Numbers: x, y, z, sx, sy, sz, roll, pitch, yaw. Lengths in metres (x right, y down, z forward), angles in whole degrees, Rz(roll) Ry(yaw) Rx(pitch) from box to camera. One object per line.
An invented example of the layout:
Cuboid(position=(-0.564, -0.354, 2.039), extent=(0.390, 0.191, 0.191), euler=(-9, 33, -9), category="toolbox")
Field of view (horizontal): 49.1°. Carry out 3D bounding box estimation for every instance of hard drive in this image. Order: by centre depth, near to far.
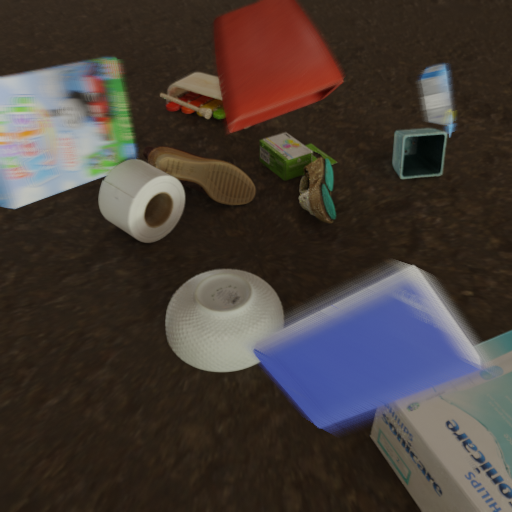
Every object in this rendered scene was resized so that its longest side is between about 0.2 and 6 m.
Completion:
Cuboid(position=(0.840, 0.781, 4.425), extent=(1.467, 0.968, 0.186), euler=(-30, 19, 27), category="hard drive")

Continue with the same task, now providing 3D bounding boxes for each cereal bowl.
Cuboid(position=(-0.500, 0.840, 8.792), extent=(1.903, 0.793, 1.903), euler=(0, 39, 0), category="cereal bowl")

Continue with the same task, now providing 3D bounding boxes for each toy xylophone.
Cuboid(position=(-1.292, -4.110, 14.884), extent=(2.857, 0.718, 2.092), euler=(30, 48, 31), category="toy xylophone")

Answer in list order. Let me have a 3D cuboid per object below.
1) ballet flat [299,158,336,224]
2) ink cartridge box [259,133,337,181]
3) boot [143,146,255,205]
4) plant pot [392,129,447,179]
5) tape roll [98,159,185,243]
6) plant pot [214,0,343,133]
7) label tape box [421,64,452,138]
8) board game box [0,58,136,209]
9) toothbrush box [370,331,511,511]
Cuboid(position=(1.243, -1.280, 11.602), extent=(0.694, 0.750, 2.127), euler=(-18, 32, 19), category="ballet flat")
Cuboid(position=(0.972, -2.396, 12.913), extent=(1.492, 0.565, 1.102), euler=(-22, 44, -23), category="ink cartridge box")
Cuboid(position=(-1.241, -1.824, 11.961), extent=(2.263, 0.819, 1.882), euler=(18, 11, -23), category="boot")
Cuboid(position=(3.579, -2.406, 12.660), extent=(0.992, 0.995, 1.013), euler=(-6, 28, -6), category="plant pot")
Cuboid(position=(-2.154, -1.044, 10.634), extent=(0.937, 1.364, 1.364), euler=(30, 48, 31), category="tape roll")
Cuboid(position=(0.147, -2.831, 8.214), extent=(1.624, 1.431, 1.623), euler=(-20, 8, -1), category="plant pot")
Cuboid(position=(3.235, -2.732, 9.965), extent=(0.368, 1.113, 0.797), euler=(-4, 30, 26), category="label tape box")
Cuboid(position=(-3.369, -2.189, 9.657), extent=(0.487, 2.012, 2.659), euler=(14, 32, 37), category="board game box")
Cuboid(position=(3.174, 2.172, 6.807), extent=(2.836, 1.209, 2.076), euler=(-17, 42, -19), category="toothbrush box")
